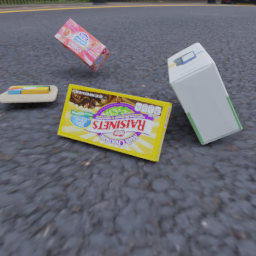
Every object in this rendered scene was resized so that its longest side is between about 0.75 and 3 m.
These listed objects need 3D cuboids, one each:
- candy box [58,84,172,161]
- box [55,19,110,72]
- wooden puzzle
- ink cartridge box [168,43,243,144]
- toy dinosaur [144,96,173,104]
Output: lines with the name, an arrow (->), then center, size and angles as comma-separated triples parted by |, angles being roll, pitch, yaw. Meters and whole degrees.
candy box -> -0.403, -0.181, 6.868 | 2.717, 1.389, 0.359 | 13, 1, 22
box -> -1.808, -3.314, 11.273 | 1.949, 1.000, 0.923 | 41, 0, 8
wooden puzzle -> -3.271, -1.225, 9.419 | 1.725, 0.347, 1.864 | -2, 19, -12
ink cartridge box -> 1.959, -1.046, 7.574 | 1.119, 1.858, 2.558 | -24, 22, 19
toy dinosaur -> 0.629, -0.624, 8.782 | 1.418, 0.413, 0.717 | -16, 49, -17
